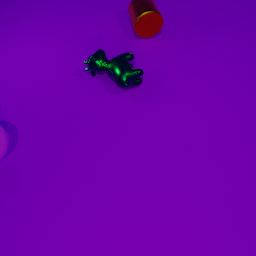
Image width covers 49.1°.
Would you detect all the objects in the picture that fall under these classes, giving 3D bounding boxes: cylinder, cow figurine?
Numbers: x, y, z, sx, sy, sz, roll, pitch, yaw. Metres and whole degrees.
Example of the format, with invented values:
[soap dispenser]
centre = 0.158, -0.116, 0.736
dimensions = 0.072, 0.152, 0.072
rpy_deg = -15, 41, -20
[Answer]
[cylinder]
centre = 0.597, -3.869, 9.711
dimensions = 1.043, 1.043, 1.043
rpy_deg = -11, 57, -7
[cow figurine]
centre = -0.475, -1.795, 8.641
dimensions = 1.555, 0.867, 1.580
rpy_deg = -18, 59, -15

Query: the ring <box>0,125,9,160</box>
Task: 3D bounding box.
[ring]
centre = -3.747, 0.344, 7.244
dimensions = 1.288, 0.258, 1.288
rpy_deg = 0, 104, -1
